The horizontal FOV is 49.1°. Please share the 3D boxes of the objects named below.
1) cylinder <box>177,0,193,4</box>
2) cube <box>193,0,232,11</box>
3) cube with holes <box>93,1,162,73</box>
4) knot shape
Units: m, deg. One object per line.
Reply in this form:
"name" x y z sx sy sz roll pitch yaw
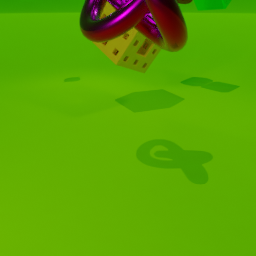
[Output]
"cylinder" 1.696 -4.535 8.627 0.992 0.992 0.992 21 1 0
"cube" 2.468 -4.104 8.023 0.977 0.977 0.977 21 70 46
"cube with holes" 0.047 -2.560 7.612 1.391 1.391 1.391 48 25 25
"knot shape" 0.110 -1.611 3.318 0.851 1.843 1.724 -29 76 -36
